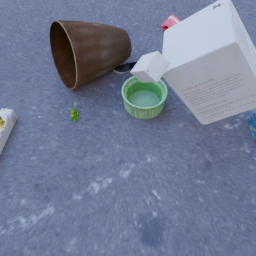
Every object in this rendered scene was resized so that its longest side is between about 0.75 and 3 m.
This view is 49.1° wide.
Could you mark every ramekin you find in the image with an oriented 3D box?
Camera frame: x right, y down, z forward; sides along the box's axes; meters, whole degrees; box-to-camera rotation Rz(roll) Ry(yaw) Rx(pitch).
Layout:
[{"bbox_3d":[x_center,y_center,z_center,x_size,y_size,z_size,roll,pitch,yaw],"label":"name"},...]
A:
[{"bbox_3d":[0.637,-1.194,11.073,1.773,0.866,1.773,0,55,0],"label":"ramekin"}]

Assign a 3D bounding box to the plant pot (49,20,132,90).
[{"bbox_3d":[-1.394,-3.240,11.697,2.880,2.692,2.692,-19,57,-27],"label":"plant pot"}]

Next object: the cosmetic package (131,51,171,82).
[{"bbox_3d":[0.545,-1.539,7.174,0.485,1.143,0.615,37,89,-19],"label":"cosmetic package"}]

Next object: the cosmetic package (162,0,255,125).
[{"bbox_3d":[2.692,-1.956,8.724,2.231,2.682,2.244,-20,44,34],"label":"cosmetic package"}]

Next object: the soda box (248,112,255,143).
[{"bbox_3d":[5.075,0.481,10.007,0.750,0.709,2.211,-3,55,-2],"label":"soda box"}]

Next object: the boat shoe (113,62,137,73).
[{"bbox_3d":[-0.045,-2.713,12.435,1.223,0.381,0.456,-7,57,-3],"label":"boat shoe"}]

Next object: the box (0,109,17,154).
[{"bbox_3d":[-4.773,0.454,10.136,0.507,0.543,2.623,6,56,5],"label":"box"}]

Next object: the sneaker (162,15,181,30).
[{"bbox_3d":[2.480,-4.666,13.687,0.925,0.786,2.133,-37,57,-10],"label":"sneaker"}]

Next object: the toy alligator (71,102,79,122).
[{"bbox_3d":[-2.140,-0.597,11.051,0.260,0.284,0.958,-29,49,30],"label":"toy alligator"}]
